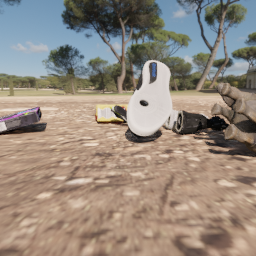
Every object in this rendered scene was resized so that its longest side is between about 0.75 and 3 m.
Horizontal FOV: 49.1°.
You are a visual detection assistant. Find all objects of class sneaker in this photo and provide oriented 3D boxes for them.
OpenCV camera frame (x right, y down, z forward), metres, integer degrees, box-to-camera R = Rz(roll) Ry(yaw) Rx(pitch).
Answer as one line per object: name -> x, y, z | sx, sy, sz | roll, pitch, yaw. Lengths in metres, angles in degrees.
sneaker -> -0.197, -0.427, 8.858 | 0.372, 0.322, 0.899 | -12, -46, 47
sneaker -> 0.462, -0.416, 7.199 | 0.981, 1.503, 2.686 | 20, 45, -1

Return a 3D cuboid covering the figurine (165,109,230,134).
figurine -> 1.930, -0.172, 7.954 | 1.430, 0.631, 1.465 | 4, 6, -12

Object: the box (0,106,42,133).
box -> -3.187, -0.249, 8.056 | 1.300, 0.328, 1.818 | -17, 12, -12

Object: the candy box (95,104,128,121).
candy box -> -0.062, -0.562, 10.224 | 2.227, 0.629, 1.299 | -3, 4, -9

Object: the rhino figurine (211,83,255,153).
rhino figurine -> 2.336, -0.339, 5.657 | 1.167, 0.798, 2.668 | 25, 25, -6
